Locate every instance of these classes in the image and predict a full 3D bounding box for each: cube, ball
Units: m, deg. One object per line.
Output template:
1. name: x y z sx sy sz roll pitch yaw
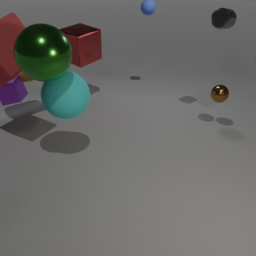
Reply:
1. cube: -3.970 -1.271 9.543 0.700 0.700 0.700 -11 29 10
2. ball: -1.820 -0.959 8.181 1.400 1.400 1.400 0 28 0
3. ball: -2.099 -1.862 6.977 1.400 1.400 1.400 0 28 0
4. cube: -2.170 -3.789 12.756 1.400 1.400 1.400 28 44 30
5. cube: -3.645 -2.237 8.272 1.400 1.400 1.400 -12 32 48
6. ball: 3.564 -1.334 10.879 0.700 0.700 0.700 0 28 0
7. ball: 0.945 -5.646 13.104 0.700 0.700 0.700 0 28 0

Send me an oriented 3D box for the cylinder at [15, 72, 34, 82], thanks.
1. cylinder: -4.453 -2.415 10.747 1.400 1.400 1.400 25 31 38

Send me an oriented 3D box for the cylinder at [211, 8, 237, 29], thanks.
1. cylinder: 3.488 -3.979 10.195 0.700 0.700 0.700 22 27 34
